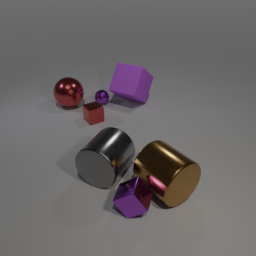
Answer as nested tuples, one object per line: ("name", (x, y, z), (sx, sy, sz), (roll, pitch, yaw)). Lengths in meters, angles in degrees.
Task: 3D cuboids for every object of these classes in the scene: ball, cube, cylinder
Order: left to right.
("ball", (-2.757, -1.660, 13.044), (1.400, 1.400, 1.400), (0, 30, 0))
("cube", (-1.477, -0.642, 12.003), (0.700, 0.700, 0.700), (-17, 34, -26))
("ball", (-1.257, -1.491, 13.459), (0.700, 0.700, 0.700), (0, 30, 0))
("cylinder", (-0.680, 0.890, 8.683), (1.400, 1.400, 1.400), (14, 33, 22))
("cube", (0.176, -2.124, 13.300), (1.400, 1.400, 1.400), (17, -1, 28))
("cube", (0.138, 1.850, 7.490), (0.700, 0.700, 0.700), (-28, 19, 28))
("cylinder", (1.096, 1.259, 7.988), (1.400, 1.400, 1.400), (-21, 37, -31))
